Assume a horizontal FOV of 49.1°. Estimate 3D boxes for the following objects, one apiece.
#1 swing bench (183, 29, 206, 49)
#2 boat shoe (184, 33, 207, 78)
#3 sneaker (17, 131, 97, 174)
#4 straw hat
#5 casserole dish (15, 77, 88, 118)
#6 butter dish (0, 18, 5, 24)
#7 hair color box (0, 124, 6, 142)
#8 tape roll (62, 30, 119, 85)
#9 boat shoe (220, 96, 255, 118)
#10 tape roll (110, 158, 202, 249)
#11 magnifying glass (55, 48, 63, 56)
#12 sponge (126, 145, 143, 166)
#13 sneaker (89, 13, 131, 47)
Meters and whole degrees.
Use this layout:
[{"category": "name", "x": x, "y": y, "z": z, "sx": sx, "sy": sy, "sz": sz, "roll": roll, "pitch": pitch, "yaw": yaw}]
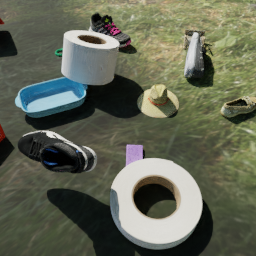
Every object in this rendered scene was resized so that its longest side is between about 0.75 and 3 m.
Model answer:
[{"category": "swing bench", "x": 3.463, "y": -4.618, "z": 14.601, "sx": 1.046, "sy": 0.683, "sz": 1.052, "roll": 7, "pitch": 42, "yaw": 7}, {"category": "boat shoe", "x": 3.263, "y": -3.410, "z": 13.302, "sx": 0.841, "sy": 1.020, "sz": 2.973, "roll": 14, "pitch": 54, "yaw": 4}, {"category": "sneaker", "x": -2.239, "y": 0.588, "z": 7.682, "sx": 2.560, "sy": 1.432, "sz": 0.935, "roll": 12, "pitch": 88, "yaw": 17}, {"category": "straw hat", "x": 1.245, "y": -1.336, "z": 11.398, "sx": 1.852, "sy": 0.784, "sz": 1.852, "roll": 0, "pitch": 46, "yaw": 0}, {"category": "casserole dish", "x": -3.047, "y": -1.241, "z": 11.461, "sx": 2.900, "sy": 0.563, "sz": 1.757, "roll": -18, "pitch": 49, "yaw": -16}, {"category": "butter dish", "x": -7.825, "y": -5.309, "z": 14.749, "sx": 2.097, "sy": 1.554, "sz": 2.102, "roll": 1, "pitch": 2, "yaw": -9}, {"category": "hair color box", "x": -5.508, "y": 0.731, "z": 9.436, "sx": 1.282, "sy": 0.774, "sz": 2.526, "roll": 15, "pitch": 48, "yaw": 13}, {"category": "tape roll", "x": -1.633, "y": -3.050, "z": 12.040, "sx": 2.332, "sy": 1.601, "sz": 2.332, "roll": 10, "pitch": 32, "yaw": -6}, {"category": "boat shoe", "x": 4.515, "y": -0.945, "z": 11.173, "sx": 1.768, "sy": 0.556, "sz": 0.645, "roll": -16, "pitch": 49, "yaw": -15}, {"category": "tape roll", "x": 0.808, "y": 2.107, "z": 8.234, "sx": 2.711, "sy": 0.495, "sz": 2.711, "roll": 1, "pitch": 50, "yaw": -1}, {"category": "magnifying glass", "x": -3.220, "y": -4.049, "z": 14.426, "sx": 0.509, "sy": 0.143, "sz": 1.278, "roll": 27, "pitch": 54, "yaw": 24}, {"category": "sponge", "x": 0.221, "y": 1.009, "z": 9.609, "sx": 0.563, "sy": 0.150, "sz": 1.009, "roll": 1, "pitch": 46, "yaw": 2}, {"category": "sneaker", "x": -1.012, "y": -5.205, "z": 14.725, "sx": 2.862, "sy": 1.252, "sz": 1.056, "roll": 35, "pitch": 56, "yaw": 28}]
